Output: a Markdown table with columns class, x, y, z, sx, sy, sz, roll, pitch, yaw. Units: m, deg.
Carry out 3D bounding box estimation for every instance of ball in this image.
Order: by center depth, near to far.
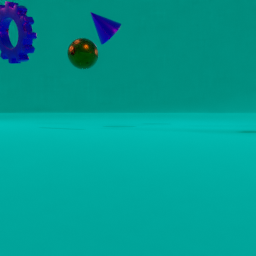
| class | x | y | z | sx | sy | sz | roll | pitch | yaw |
| --- | --- | --- | --- | --- | --- | --- | --- | --- | --- |
| ball | -1.407 | -2.316 | 8.757 | 0.958 | 0.958 | 0.958 | 0 | 3 | 0 |

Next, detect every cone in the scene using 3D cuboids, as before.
| class | x | y | z | sx | sy | sz | roll | pitch | yaw |
| --- | --- | --- | --- | --- | --- | --- | --- | --- | --- |
| cone | -1.014 | -3.926 | 10.509 | 1.098 | 1.094 | 1.094 | 42 | -17 | -25 |

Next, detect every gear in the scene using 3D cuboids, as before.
| class | x | y | z | sx | sy | sz | roll | pitch | yaw |
| --- | --- | --- | --- | --- | --- | --- | --- | --- | --- |
| gear | -3.166 | -2.602 | 7.728 | 1.584 | 1.584 | 0.293 | 2 | 14 | 34 |
